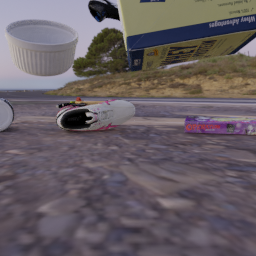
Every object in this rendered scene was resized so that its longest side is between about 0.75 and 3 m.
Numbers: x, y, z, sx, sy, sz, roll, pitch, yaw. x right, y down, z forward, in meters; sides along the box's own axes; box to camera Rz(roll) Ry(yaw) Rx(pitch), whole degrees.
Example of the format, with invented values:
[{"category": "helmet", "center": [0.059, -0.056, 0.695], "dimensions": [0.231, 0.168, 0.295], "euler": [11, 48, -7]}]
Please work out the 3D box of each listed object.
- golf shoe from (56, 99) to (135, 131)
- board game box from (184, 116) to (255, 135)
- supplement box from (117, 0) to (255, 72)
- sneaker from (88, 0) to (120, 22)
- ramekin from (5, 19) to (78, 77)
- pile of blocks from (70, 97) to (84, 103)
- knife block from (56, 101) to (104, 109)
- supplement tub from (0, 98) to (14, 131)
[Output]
[{"category": "golf shoe", "center": [-0.845, -0.285, 7.936], "dimensions": [2.316, 0.841, 1.066], "euler": [-11, 14, -13]}, {"category": "board game box", "center": [2.985, -0.086, 7.998], "dimensions": [2.654, 0.429, 1.593], "euler": [2, 12, 14]}, {"category": "supplement box", "center": [1.108, -2.937, 6.057], "dimensions": [2.728, 2.725, 1.831], "euler": [-9, -1, 2]}, {"category": "sneaker", "center": [-0.629, -3.872, 9.642], "dimensions": [1.640, 0.918, 0.599], "euler": [23, -29, -16]}, {"category": "ramekin", "center": [-2.102, -1.979, 6.952], "dimensions": [1.697, 0.891, 1.697], "euler": [7, 36, -5]}, {"category": "pile of blocks", "center": [-3.056, -1.417, 16.446], "dimensions": [1.010, 0.765, 2.461], "euler": [-1, 7, -11]}, {"category": "knife block", "center": [-1.819, -0.773, 11.740], "dimensions": [1.922, 0.700, 2.189], "euler": [4, 9, 18]}, {"category": "supplement tub", "center": [-3.872, -0.431, 8.268], "dimensions": [0.952, 0.952, 1.554], "euler": [-3, 7, -23]}]
